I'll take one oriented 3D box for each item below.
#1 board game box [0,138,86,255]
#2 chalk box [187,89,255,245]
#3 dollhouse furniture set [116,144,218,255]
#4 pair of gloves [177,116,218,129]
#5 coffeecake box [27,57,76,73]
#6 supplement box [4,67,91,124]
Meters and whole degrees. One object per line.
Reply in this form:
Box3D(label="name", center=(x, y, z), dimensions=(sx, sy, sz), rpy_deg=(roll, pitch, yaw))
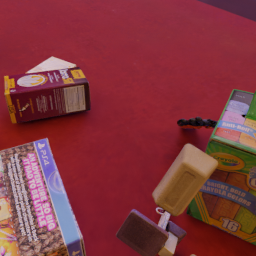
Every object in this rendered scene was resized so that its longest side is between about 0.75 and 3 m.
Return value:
Box3D(label="board game box", center=(-2.133, 1.548, 4.288), dimensions=(2.488, 1.205, 1.983), rpy_deg=(-16, 49, -19))
Box3D(label="chalk box", center=(2.145, 0.491, 4.632), dimensions=(1.576, 2.534, 1.569), rpy_deg=(21, 45, 21))
Box3D(label="dollhouse furniture set", center=(1.018, 1.178, 4.493), dimensions=(1.466, 1.850, 1.313), rpy_deg=(33, 22, 9))
Box3D(label="pair of gloves", center=(2.081, -0.070, 6.151), dimensions=(1.985, 0.245, 1.769), rpy_deg=(4, -1, 6))
Box3D(label="coffeecake box", center=(-2.326, -1.571, 8.464), dimensions=(0.982, 0.467, 1.280), rpy_deg=(23, 47, 21))
Box3D(label="supplement box", center=(-2.075, -0.900, 7.284), dimensions=(1.999, 0.856, 1.103), rpy_deg=(-12, 37, -18))
